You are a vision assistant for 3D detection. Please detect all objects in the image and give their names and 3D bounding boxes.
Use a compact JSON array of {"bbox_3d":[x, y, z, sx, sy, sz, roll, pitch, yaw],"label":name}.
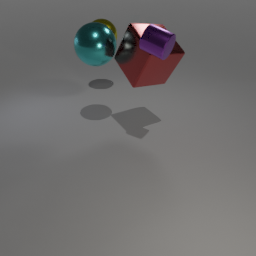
[{"bbox_3d":[-1.072,-2.735,9.202,1.400,1.400,1.400,0,30,0],"label":"ball"},{"bbox_3d":[0.761,-2.210,7.204,0.700,0.700,0.700,30,39,16],"label":"cylinder"},{"bbox_3d":[0.645,-2.316,8.945,1.400,1.400,1.400,-13,61,-34],"label":"cube"},{"bbox_3d":[-1.177,-4.167,12.583,1.400,1.400,1.400,0,30,0],"label":"ball"}]
